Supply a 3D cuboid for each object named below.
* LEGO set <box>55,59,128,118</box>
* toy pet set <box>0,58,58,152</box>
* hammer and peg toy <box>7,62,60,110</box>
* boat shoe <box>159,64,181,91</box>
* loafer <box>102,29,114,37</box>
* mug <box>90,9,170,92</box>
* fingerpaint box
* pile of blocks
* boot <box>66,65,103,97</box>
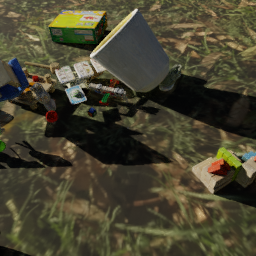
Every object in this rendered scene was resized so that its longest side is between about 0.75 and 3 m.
[{"bbox_3d":[-1.247,-1.397,9.881,1.929,0.634,2.582,-21,54,-15],"label":"LEGO set"},{"bbox_3d":[-3.706,-0.665,8.646,2.736,1.453,2.554,-28,88,-2],"label":"toy pet set"},{"bbox_3d":[-3.397,-1.611,10.084,1.520,0.729,2.067,16,47,17],"label":"hammer and peg toy"},{"bbox_3d":[1.596,-1.923,10.568,0.523,0.450,1.452,21,49,20],"label":"boat shoe"},{"bbox_3d":[-0.932,-4.488,13.200,0.800,0.289,0.291,-18,49,-15],"label":"loafer"},{"bbox_3d":[0.330,-2.624,9.899,2.257,2.202,2.750,43,40,-19],"label":"mug"},{"bbox_3d":[-2.244,-4.695,12.981,2.201,0.807,1.836,6,45,11],"label":"fingerpaint box"},{"bbox_3d":[3.288,0.878,7.485,2.986,0.928,1.226,-4,46,-5],"label":"pile of blocks"},{"bbox_3d":[-1.503,-1.698,10.280,1.545,0.557,1.195,-19,48,-11],"label":"boot"}]
